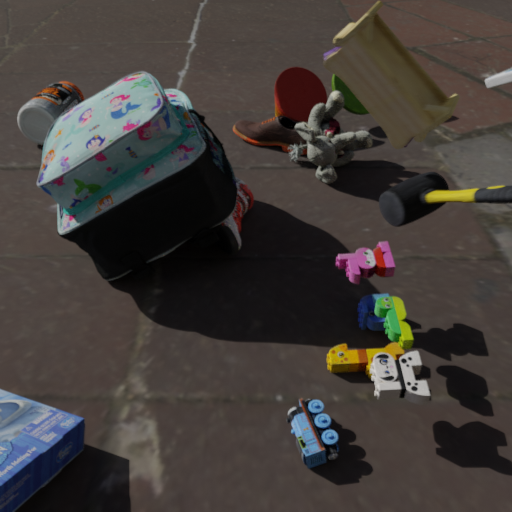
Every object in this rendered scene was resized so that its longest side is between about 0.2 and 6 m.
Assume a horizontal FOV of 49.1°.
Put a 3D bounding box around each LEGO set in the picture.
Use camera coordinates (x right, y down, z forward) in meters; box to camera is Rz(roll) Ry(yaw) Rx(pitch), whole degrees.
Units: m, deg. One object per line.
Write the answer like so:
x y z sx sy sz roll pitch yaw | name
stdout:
1.606 1.148 8.330 1.138 1.058 2.773 -3 45 1 | LEGO set

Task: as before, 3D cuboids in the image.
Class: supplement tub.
-5.153 -3.684 14.263 1.113 1.113 1.817 6 39 7 | supplement tub

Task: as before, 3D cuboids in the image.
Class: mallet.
2.770 -0.742 7.448 1.008 0.630 3.061 -23 13 -14 | mallet

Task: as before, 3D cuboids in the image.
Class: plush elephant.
1.628 -2.535 12.545 1.920 1.581 1.487 -30 24 9 | plush elephant

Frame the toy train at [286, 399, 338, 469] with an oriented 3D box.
0.733 2.297 7.353 0.527 0.400 0.922 -15 41 -9 | toy train

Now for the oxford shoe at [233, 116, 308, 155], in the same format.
0.425 -3.160 13.860 2.177 0.789 0.775 17 41 20 | oxford shoe

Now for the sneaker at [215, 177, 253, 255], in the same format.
-0.483 -0.907 11.070 1.183 0.737 2.208 -20 40 -19 | sneaker

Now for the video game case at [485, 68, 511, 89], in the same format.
3.730 -2.453 6.893 1.276 0.154 1.399 -24 11 0 | video game case

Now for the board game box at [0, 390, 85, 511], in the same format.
-3.796 2.307 6.440 2.531 0.552 2.543 12 16 15 | board game box

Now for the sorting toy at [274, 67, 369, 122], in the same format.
2.168 -4.219 15.025 4.302 1.492 1.482 -15 -4 -23 | sorting toy

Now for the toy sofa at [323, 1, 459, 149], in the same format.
1.973 -2.617 8.245 1.962 0.957 0.813 45 44 -10 | toy sofa

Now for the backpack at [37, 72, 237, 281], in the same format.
-2.236 -1.696 10.405 3.183 2.700 3.586 -29 33 7 | backpack
